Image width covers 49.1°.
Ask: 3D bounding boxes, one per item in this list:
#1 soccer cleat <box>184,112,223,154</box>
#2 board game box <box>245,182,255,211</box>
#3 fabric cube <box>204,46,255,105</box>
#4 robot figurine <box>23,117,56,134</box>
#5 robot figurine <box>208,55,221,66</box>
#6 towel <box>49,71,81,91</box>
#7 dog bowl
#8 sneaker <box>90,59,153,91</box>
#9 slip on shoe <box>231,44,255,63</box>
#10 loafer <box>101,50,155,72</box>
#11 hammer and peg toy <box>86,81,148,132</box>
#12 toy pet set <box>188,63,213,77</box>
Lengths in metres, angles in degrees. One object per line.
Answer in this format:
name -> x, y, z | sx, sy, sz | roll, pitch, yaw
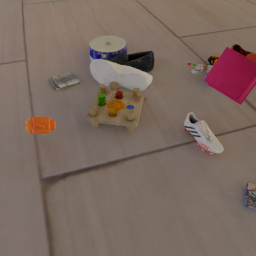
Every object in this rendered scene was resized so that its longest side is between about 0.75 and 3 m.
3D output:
soccer cleat -> 2.456, 0.158, 9.175 | 0.595, 0.739, 1.735 | -19, 45, -20
board game box -> 3.785, 1.969, 7.600 | 1.112, 0.192, 0.753 | 15, 44, 15
fabric cube -> 3.070, -1.473, 8.096 | 1.131, 1.113, 1.135 | 37, 14, 21
robot figurine -> -2.733, -0.085, 8.677 | 0.946, 0.552, 0.680 | -1, 37, -15
robot figurine -> 4.182, -2.806, 12.643 | 1.087, 0.436, 1.499 | 2, 43, 2
towel -> -2.733, -2.051, 11.994 | 1.139, 0.197, 1.097 | -22, 47, -21
dog bowl -> -0.947, -3.739, 13.460 | 1.794, 0.707, 1.794 | 0, 43, 0
sneaker -> -0.266, -2.273, 11.845 | 2.718, 1.023, 1.202 | 21, 32, 16
slip on shoe -> 5.437, -2.869, 12.421 | 1.017, 0.840, 2.745 | -17, 47, -20
loafer -> -0.172, -2.997, 12.442 | 2.736, 0.960, 0.929 | -4, 39, -5
hammer and peg toy -> -0.307, -1.011, 10.328 | 1.877, 0.900, 2.552 | 7, 43, 8
toy pet set -> 3.262, -2.374, 12.125 | 1.249, 0.710, 1.337 | 13, 16, 25
